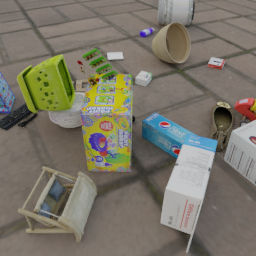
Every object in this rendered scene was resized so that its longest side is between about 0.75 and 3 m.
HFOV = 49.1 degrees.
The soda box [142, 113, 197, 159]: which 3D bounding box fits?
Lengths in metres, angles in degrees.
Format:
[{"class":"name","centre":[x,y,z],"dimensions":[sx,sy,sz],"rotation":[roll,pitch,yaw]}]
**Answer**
[{"class":"soda box","centre":[1.583,0.383,9.884],"dimensions":[0.751,0.794,2.342],"rotation":[-32,49,-33]}]

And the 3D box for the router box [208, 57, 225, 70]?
[{"class":"router box","centre":[4.735,-3.462,14.989],"dimensions":[0.752,0.205,0.838],"rotation":[16,42,18]}]

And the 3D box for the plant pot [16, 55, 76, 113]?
[{"class":"plant pot","centre":[-2.929,-1.542,10.105],"dimensions":[1.543,1.700,1.692],"rotation":[-12,25,2]}]

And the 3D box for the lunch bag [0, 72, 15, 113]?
[{"class":"lunch bag","centre":[-5.351,-1.579,11.611],"dimensions":[0.759,1.613,1.215],"rotation":[-5,40,-5]}]

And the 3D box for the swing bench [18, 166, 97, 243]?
[{"class":"swing bench","centre":[-1.826,2.050,7.701],"dimensions":[1.603,1.040,1.595],"rotation":[7,40,8]}]

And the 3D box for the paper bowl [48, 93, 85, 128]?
[{"class":"paper bowl","centre":[-2.230,-0.646,10.970],"dimensions":[1.715,0.892,1.715],"rotation":[-2,34,1]}]

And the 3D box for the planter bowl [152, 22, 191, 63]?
[{"class":"planter bowl","centre":[2.179,-4.441,15.021],"dimensions":[2.072,2.072,1.395],"rotation":[-34,23,-34]}]

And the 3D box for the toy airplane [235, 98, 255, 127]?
[{"class":"toy airplane","centre":[5.477,-0.572,10.424],"dimensions":[2.247,1.593,2.257],"rotation":[-11,40,-14]}]

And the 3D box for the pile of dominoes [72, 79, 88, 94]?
[{"class":"pile of dominoes","centre":[-2.184,-1.630,12.855],"dimensions":[1.760,0.359,2.257],"rotation":[-6,32,-6]}]

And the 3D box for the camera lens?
[{"class":"camera lens","centre":[3.273,-8.049,19.170],"dimensions":[2.380,1.904,1.904],"rotation":[3,40,3]}]

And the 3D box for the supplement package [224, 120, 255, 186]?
[{"class":"supplement package","centre":[4.460,1.023,8.675],"dimensions":[1.398,1.346,2.457],"rotation":[-22,44,-24]}]

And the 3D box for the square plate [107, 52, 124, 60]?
[{"class":"square plate","centre":[-0.719,-4.025,15.736],"dimensions":[0.871,0.124,0.863],"rotation":[-4,39,-6]}]

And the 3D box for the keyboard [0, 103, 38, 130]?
[{"class":"keyboard","centre":[-4.343,-0.510,11.454],"dimensions":[1.199,0.194,1.887],"rotation":[20,44,22]}]

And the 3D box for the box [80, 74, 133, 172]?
[{"class":"box","centre":[-0.582,-0.191,9.311],"dimensions":[1.465,2.401,2.312],"rotation":[1,40,1]}]

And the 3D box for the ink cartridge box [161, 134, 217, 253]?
[{"class":"ink cartridge box","centre":[1.625,1.675,7.688],"dimensions":[0.947,1.620,2.793],"rotation":[15,42,17]}]

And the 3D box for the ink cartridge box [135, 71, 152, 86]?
[{"class":"ink cartridge box","centre":[0.769,-2.406,13.605],"dimensions":[0.583,0.351,0.803],"rotation":[18,44,19]}]

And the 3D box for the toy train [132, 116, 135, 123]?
[{"class":"toy train","centre":[-0.371,-0.357,11.107],"dimensions":[1.331,0.305,0.227],"rotation":[-2,41,3]}]

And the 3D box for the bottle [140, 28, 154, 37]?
[{"class":"bottle","centre":[1.248,-6.237,18.223],"dimensions":[0.448,0.350,1.074],"rotation":[30,48,31]}]

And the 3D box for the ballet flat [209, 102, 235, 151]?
[{"class":"ballet flat","centre":[3.601,-0.245,10.748],"dimensions":[0.959,0.660,2.846],"rotation":[13,42,16]}]

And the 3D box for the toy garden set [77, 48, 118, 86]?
[{"class":"toy garden set","centre":[-0.981,-1.697,8.232],"dimensions":[0.925,1.109,0.221],"rotation":[-20,48,25]}]
